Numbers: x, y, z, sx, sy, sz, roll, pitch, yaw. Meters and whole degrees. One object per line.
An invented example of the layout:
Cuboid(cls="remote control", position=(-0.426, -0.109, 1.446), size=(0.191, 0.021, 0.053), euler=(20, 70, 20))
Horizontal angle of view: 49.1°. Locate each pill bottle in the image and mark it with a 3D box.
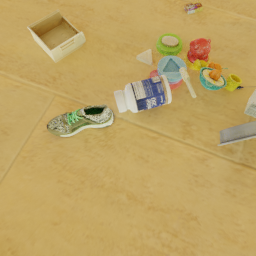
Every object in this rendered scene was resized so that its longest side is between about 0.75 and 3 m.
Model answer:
Cuboid(cls="pill bottle", position=(0.576, -1.304, 11.248), size=(2.136, 1.185, 1.185), euler=(-15, 65, 0))

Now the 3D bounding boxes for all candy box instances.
Cuboid(cls="candy box", position=(3.308, -6.068, 14.145), size=(0.842, 0.238, 0.491), euler=(-15, 64, -9))

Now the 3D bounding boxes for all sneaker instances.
Cuboid(cls="sneaker", position=(-1.876, -0.480, 10.885), size=(2.684, 1.189, 1.032), euler=(-15, 65, -7))

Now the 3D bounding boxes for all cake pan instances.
Cuboid(cls="cake pan", position=(4.481, 0.048, 9.710), size=(2.833, 2.833, 0.519), euler=(-12, 82, -6))

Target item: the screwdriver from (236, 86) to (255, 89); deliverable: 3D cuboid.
Cuboid(cls="screwdriver", position=(5.074, -1.750, 12.100), size=(0.979, 0.142, 0.137), euler=(2, 34, -1))

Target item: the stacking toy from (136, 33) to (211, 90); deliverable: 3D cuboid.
Cuboid(cls="stacking toy", position=(1.995, -3.302, 12.250), size=(2.884, 1.218, 2.610), euler=(-40, 71, -18))

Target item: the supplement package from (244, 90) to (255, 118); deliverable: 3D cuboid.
Cuboid(cls="supplement package", position=(5.236, -0.991, 11.335), size=(0.613, 0.834, 0.797), euler=(23, 67, 11))

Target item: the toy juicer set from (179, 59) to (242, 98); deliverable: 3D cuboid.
Cuboid(cls="toy juicer set", position=(3.218, -2.231, 11.390), size=(2.931, 0.798, 1.865), euler=(-13, 57, -35))

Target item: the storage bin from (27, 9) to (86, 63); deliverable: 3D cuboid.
Cuboid(cls="storage bin", position=(-3.232, -4.280, 12.919), size=(1.853, 0.875, 1.866), euler=(-38, 69, -16))
